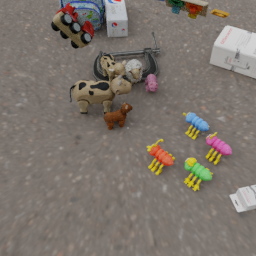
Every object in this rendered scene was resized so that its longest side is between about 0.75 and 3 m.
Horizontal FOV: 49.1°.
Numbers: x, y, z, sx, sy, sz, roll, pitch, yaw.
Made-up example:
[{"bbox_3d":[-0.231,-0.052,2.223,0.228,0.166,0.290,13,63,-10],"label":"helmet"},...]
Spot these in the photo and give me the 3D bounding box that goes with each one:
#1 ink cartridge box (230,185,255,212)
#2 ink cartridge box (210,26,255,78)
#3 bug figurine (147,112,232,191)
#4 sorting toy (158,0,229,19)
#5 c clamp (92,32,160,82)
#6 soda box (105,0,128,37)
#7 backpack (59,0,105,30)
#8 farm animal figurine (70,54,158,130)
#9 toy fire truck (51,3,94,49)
[{"bbox_3d":[3.189,1.807,7.258,0.905,0.302,0.524,-10,51,-8],"label":"ink cartridge box"},{"bbox_3d":[4.511,-2.916,10.768,2.219,0.918,1.626,24,54,19],"label":"ink cartridge box"},{"bbox_3d":[1.853,0.540,8.081,1.978,0.656,2.551,36,59,26],"label":"bug figurine"},{"bbox_3d":[1.683,-3.540,8.244,2.520,0.343,1.419,20,14,10],"label":"sorting toy"},{"bbox_3d":[-0.021,-2.663,10.965,2.922,0.396,2.496,-11,58,-9],"label":"c clamp"},{"bbox_3d":[-0.552,-5.194,12.721,0.893,0.835,2.622,-4,50,-3],"label":"soda box"},{"bbox_3d":[-1.926,-5.228,11.883,1.978,2.162,1.589,-4,71,-5],"label":"backpack"},{"bbox_3d":[-0.331,-1.498,9.137,2.221,1.383,2.751,29,59,15],"label":"farm animal figurine"},{"bbox_3d":[-1.711,-3.484,9.111,0.927,1.268,1.441,-8,55,42],"label":"toy fire truck"}]
